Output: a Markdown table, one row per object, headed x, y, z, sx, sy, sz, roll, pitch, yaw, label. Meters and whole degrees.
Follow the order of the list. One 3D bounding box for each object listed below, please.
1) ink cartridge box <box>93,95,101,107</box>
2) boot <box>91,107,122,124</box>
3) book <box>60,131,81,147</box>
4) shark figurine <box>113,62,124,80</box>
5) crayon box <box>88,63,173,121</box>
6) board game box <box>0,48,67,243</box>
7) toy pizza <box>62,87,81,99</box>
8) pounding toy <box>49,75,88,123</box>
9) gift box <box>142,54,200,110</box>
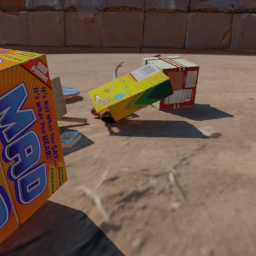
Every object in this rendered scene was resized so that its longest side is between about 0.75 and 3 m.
| x | y | z | sx | sy | sz | roll | pitch | yaw | label |
| --- | --- | --- | --- | --- | --- | --- | --- | --- | --- |
| -0.743 | -1.098 | 12.698 | 1.088 | 0.631 | 1.869 | -10 | 20 | -27 | ink cartridge box |
| -0.951 | -0.487 | 11.249 | 1.447 | 0.555 | 1.124 | 11 | 25 | 9 | boot |
| -1.979 | 0.379 | 9.088 | 0.626 | 0.225 | 0.938 | 0 | 20 | 12 | book |
| -0.372 | -2.428 | 15.790 | 1.519 | 2.543 | 1.061 | -29 | -21 | 0 | shark figurine |
| 0.042 | -1.374 | 10.908 | 2.923 | 0.743 | 1.856 | -24 | 36 | -3 | crayon box |
| -3.033 | 0.251 | 4.673 | 2.657 | 2.654 | 2.655 | 14 | 34 | 25 | board game box |
| -3.832 | -1.808 | 15.142 | 2.527 | 0.400 | 2.527 | 1 | 18 | 0 | toy pizza |
| -3.472 | -0.672 | 10.020 | 2.702 | 2.087 | 2.935 | 9 | 31 | 26 | pounding toy |
| 2.043 | -2.231 | 13.739 | 2.489 | 2.297 | 2.324 | -5 | 28 | -24 | gift box |
